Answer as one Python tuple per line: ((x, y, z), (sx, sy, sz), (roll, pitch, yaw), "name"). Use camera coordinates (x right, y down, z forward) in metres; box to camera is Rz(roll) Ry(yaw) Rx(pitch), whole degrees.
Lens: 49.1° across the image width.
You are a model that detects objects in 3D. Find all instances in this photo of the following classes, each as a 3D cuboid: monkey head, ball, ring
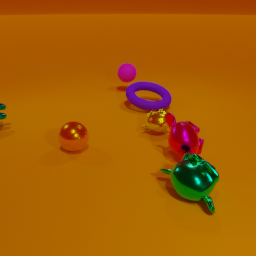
((1.368, 1.044, 5.611), (1.433, 0.863, 1.031), (36, 2, 42), "monkey head")
((-0.040, -2.339, 11.900), (0.808, 0.808, 0.808), (0, 24, 0), "ball")
((-1.403, 0.218, 7.230), (0.782, 0.782, 0.782), (0, 24, 0), "ball")
((0.913, -0.122, 8.287), (1.128, 0.812, 0.680), (-7, 52, 8), "monkey head")
((1.267, 0.332, 6.810), (0.862, 1.430, 1.029), (-10, -13, -41), "monkey head")
((0.760, -1.194, 10.312), (1.719, 0.344, 1.719), (7, 38, -5), "ring")

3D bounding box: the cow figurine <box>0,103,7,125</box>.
((-4.390, -0.353, 8.249), (1.270, 0.709, 1.291), (6, -26, -41), "cow figurine")
